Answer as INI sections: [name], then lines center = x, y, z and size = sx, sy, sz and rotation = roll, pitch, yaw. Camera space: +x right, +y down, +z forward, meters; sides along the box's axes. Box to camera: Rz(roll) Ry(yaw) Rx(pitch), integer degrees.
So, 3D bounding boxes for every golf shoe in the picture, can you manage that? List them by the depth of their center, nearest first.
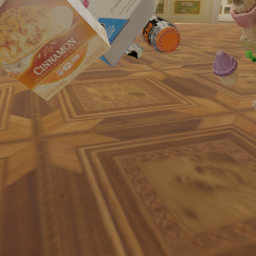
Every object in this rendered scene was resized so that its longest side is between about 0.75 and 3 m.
[golf shoe]
center = -0.037, -2.662, 9.222
size = 1.131, 0.443, 0.550
rotation = 23, 48, -7

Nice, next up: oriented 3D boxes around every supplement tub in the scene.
[supplement tub]
center = 1.293, -3.768, 11.321
size = 1.196, 1.196, 1.952
rotation = -7, 31, -15

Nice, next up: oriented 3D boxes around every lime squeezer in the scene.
[lime squeezer]
center = 3.025, -1.741, 6.816
size = 0.945, 0.178, 0.334
rotation = 40, 30, -4

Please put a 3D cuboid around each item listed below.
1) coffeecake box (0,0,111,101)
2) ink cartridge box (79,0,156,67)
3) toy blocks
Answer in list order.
[coffeecake box]
center = -1.552, -1.650, 4.505
size = 1.571, 2.047, 0.748
rotation = -35, 41, 18
[ink cartridge box]
center = -0.882, -3.007, 6.758
size = 2.517, 1.819, 1.065
rotation = 38, 3, 13
[toy blocks]
center = 2.543, -1.829, 4.413
size = 2.685, 2.260, 2.509
rotation = -51, 45, -4
